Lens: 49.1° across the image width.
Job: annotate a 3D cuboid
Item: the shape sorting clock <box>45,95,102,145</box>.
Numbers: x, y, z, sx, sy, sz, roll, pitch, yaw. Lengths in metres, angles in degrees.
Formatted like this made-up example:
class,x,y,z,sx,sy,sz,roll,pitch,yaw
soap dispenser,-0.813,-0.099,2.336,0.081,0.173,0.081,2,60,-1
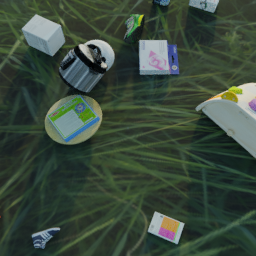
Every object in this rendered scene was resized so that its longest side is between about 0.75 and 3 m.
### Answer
class,x,y,z,sx,sy,sz,roll,pitch,yaw
shape sorting clock,-1.969,-0.330,10.141,2.089,0.410,2.089,-2,63,3

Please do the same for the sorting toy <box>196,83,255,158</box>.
class,x,y,z,sx,sy,sz,roll,pitch,yaw
sorting toy,4.493,-0.658,9.974,2.639,1.566,2.932,-31,67,-35

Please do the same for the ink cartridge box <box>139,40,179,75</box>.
class,x,y,z,sx,sy,sz,roll,pitch,yaw
ink cartridge box,1.259,-2.910,11.453,1.605,0.348,1.576,-1,64,1

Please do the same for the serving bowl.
class,x,y,z,sx,sy,sz,roll,pitch,yaw
serving bowl,-1.315,-2.909,11.200,1.496,0.492,1.496,-1,75,4

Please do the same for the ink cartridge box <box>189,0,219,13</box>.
class,x,y,z,sx,sy,sz,roll,pitch,yaw
ink cartridge box,3.525,-5.902,12.809,1.197,0.505,0.874,22,66,10

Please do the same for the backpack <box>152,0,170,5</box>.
class,x,y,z,sx,sy,sz,roll,pitch,yaw
backpack,1.569,-6.022,12.845,0.757,0.556,0.693,19,69,4

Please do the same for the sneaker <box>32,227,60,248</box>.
class,x,y,z,sx,sy,sz,roll,pitch,yaw
sneaker,-2.441,3.323,8.423,0.863,0.302,0.468,-17,60,-1

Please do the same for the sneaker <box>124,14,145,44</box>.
class,x,y,z,sx,sy,sz,roll,pitch,yaw
sneaker,0.164,-4.216,11.986,0.736,0.674,1.728,13,56,14

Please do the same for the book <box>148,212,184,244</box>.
class,x,y,z,sx,sy,sz,roll,pitch,yaw
book,1.165,3.066,8.612,0.951,0.228,0.635,21,68,11

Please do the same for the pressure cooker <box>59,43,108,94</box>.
class,x,y,z,sx,sy,sz,roll,pitch,yaw
pressure cooker,-1.549,-2.265,10.212,1.439,1.461,1.636,47,113,5

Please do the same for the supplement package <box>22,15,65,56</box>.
class,x,y,z,sx,sy,sz,roll,pitch,yaw
supplement package,-3.446,-3.805,11.540,1.253,0.944,0.951,27,67,12
